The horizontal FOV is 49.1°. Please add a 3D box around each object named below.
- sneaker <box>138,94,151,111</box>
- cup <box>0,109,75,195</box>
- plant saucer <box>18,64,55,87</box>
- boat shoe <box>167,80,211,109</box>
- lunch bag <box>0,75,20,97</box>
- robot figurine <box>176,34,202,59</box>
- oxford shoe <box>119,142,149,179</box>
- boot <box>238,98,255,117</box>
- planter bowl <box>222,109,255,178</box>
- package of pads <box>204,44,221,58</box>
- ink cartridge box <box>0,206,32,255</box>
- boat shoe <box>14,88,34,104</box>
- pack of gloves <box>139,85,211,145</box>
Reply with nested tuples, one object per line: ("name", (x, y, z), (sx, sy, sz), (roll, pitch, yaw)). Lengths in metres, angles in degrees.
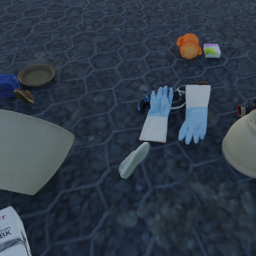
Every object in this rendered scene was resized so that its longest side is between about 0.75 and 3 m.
("sneaker", (0.709, -1.090, 11.813), (0.424, 0.379, 1.036), (15, 47, 14))
("cup", (-3.266, 0.881, 8.517), (2.838, 2.838, 2.030), (10, 74, 9))
("plant saucer", (-4.317, -2.463, 13.272), (1.716, 0.253, 1.716), (0, 46, 0))
("boat shoe", (2.419, -1.451, 11.909), (2.451, 0.739, 0.906), (-13, 48, -13))
("lunch bag", (-5.338, -1.904, 12.330), (1.157, 0.786, 0.766), (-1, 45, -1))
("robot figurine", (3.171, -4.242, 14.543), (0.970, 1.196, 1.663), (-18, 39, 27))
("oxford shoe", (0.169, 1.017, 9.319), (1.433, 0.539, 0.414), (-52, 45, -1))
("boot", (5.021, -0.818, 11.516), (0.923, 0.448, 1.225), (7, 52, 6))
("planter bowl", (4.598, 0.335, 9.560), (2.345, 1.578, 2.345), (1, 45, -1))
("package of pads", (4.454, -4.085, 14.826), (0.755, 0.333, 0.977), (2, 46, 4))
("ink cartridge box", (-3.315, 3.507, 6.732), (1.902, 1.074, 2.591), (-22, 50, -19))
("boat shoe", (-4.239, -1.362, 11.438), (0.437, 1.214, 0.410), (5, 74, 12))
("pack of gloves", (1.919, -0.487, 11.020), (2.373, 0.557, 2.824), (3, 56, 20))
